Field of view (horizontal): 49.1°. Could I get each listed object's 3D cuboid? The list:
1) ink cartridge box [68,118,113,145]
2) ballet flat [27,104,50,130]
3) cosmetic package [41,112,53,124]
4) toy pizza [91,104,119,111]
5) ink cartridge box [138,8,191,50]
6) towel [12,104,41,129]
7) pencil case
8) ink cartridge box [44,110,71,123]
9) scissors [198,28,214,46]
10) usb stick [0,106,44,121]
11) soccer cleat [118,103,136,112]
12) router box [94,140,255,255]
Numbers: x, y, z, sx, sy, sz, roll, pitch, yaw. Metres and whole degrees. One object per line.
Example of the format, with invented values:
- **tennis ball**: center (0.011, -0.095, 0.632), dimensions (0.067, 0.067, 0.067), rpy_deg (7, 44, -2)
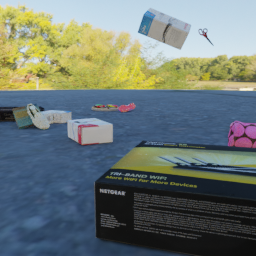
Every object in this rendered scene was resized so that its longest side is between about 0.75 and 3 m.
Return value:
- **ink cartridge box**: center (-1.165, 0.080, 8.425), dimensions (0.985, 0.571, 1.334), rpy_deg (-6, 13, -29)
- **ballet flat**: center (-3.402, -0.461, 10.397), dimensions (0.503, 0.503, 1.401), rpy_deg (-10, 39, -44)
- **cosmetic package**: center (-3.758, -0.407, 11.491), dimensions (1.170, 0.475, 0.660), rpy_deg (2, 10, 19)
- **toy pizza**: center (-1.301, -1.240, 16.697), dimensions (1.827, 0.289, 1.827), rpy_deg (0, 10, 0)
- **ink cartridge box**: center (1.460, -3.913, 11.007), dimensions (1.829, 0.766, 1.327), rpy_deg (23, 36, 2)
- **towel**: center (-3.847, -0.471, 10.827), dimensions (1.003, 0.148, 1.368), rpy_deg (-15, 41, -24)
- **pencil case**: center (3.463, 0.180, 7.196), dimensions (1.685, 0.789, 0.765), rpy_deg (2, -4, 11)
- **ink cartridge box**: center (-3.073, -0.494, 12.017), dimensions (1.053, 0.444, 0.769), rpy_deg (4, 11, 20)
- **scissors**: center (2.948, -3.425, 10.621), dimensions (0.355, 0.971, 0.068), rpy_deg (-11, -25, 1)
- **usb stick**: center (-4.897, -0.616, 12.110), dimensions (2.512, 0.697, 0.410), rpy_deg (-1, 33, -6)
- **soccer cleat**: center (-0.096, -1.086, 15.805), dimensions (1.274, 0.425, 0.487), rpy_deg (-22, -19, -43)
- **router box**: center (1.256, 0.807, 3.743), dimensions (2.799, 0.731, 2.201), rpy_deg (3, 10, 16)
